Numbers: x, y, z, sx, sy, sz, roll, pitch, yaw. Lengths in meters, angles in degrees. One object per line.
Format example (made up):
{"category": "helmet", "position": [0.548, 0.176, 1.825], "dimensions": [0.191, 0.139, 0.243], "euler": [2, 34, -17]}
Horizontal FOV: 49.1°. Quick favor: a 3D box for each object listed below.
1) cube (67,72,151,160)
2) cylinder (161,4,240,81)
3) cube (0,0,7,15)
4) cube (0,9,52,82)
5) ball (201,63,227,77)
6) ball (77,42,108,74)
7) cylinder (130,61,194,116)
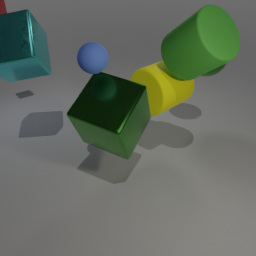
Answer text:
{"category": "cube", "position": [-0.388, -0.303, 6.907], "dimensions": [1.400, 1.400, 1.400], "euler": [20, 66, 20]}
{"category": "cylinder", "position": [1.783, -2.075, 7.018], "dimensions": [1.400, 1.400, 1.400], "euler": [-22, 0, -32]}
{"category": "cube", "position": [-4.709, -4.244, 9.712], "dimensions": [0.700, 0.700, 0.700], "euler": [-28, 65, -26]}
{"category": "cube", "position": [-3.161, -2.277, 8.018], "dimensions": [1.400, 1.400, 1.400], "euler": [-10, -8, 2]}
{"category": "ball", "position": [2.688, -2.459, 9.511], "dimensions": [1.400, 1.400, 1.400], "euler": [0, 30, 0]}
{"category": "ball", "position": [-0.792, -1.568, 6.296], "dimensions": [0.700, 0.700, 0.700], "euler": [0, 30, 0]}
{"category": "cylinder", "position": [0.998, -1.234, 8.307], "dimensions": [1.400, 1.400, 1.400], "euler": [-27, 40, -35]}
